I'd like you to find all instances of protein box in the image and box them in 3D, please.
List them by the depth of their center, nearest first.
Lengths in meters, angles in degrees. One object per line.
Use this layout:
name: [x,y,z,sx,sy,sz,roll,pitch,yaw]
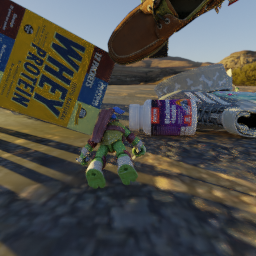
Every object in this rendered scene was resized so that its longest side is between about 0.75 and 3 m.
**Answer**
protein box: [-2.327,-1.282,6.472,2.795,1.886,2.775,20,-3,-35]

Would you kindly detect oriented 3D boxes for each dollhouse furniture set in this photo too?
dollhouse furniture set: [2.805,-3.441,7.221,1.032,0.532,1.021,-17,33,45]

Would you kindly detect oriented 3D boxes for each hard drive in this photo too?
hard drive: [0.651,-3.105,7.406,0.557,2.058,2.945,-5,22,2]

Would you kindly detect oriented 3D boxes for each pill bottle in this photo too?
pill bottle: [0.754,-0.236,6.212,1.429,0.796,0.796,0,10,5]

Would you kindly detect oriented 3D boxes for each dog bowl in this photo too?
dog bowl: [2.455,-1.414,10.325,2.889,0.847,2.889,-13,-6,-1]

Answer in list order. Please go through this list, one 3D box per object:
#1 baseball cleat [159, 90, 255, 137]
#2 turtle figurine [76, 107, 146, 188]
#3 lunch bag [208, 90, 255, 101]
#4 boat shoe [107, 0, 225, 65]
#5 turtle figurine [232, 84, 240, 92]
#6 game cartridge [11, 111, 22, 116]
baseball cleat: [1.924,-0.369,6.459,2.821,0.984,1.501,2,10,13]
turtle figurine: [-0.195,0.410,3.718,0.830,1.154,1.119,21,27,-13]
lunch bag: [3.503,-0.746,8.909,1.770,0.851,2.208,1,10,5]
boat shoe: [0.626,-2.024,4.845,2.508,0.902,0.853,-35,1,11]
turtle figurine: [5.523,-1.681,14.397,0.795,1.104,1.071,-40,29,-16]
game cartridge: [-2.598,-1.210,10.125,2.839,0.580,1.890,-8,32,-1]
